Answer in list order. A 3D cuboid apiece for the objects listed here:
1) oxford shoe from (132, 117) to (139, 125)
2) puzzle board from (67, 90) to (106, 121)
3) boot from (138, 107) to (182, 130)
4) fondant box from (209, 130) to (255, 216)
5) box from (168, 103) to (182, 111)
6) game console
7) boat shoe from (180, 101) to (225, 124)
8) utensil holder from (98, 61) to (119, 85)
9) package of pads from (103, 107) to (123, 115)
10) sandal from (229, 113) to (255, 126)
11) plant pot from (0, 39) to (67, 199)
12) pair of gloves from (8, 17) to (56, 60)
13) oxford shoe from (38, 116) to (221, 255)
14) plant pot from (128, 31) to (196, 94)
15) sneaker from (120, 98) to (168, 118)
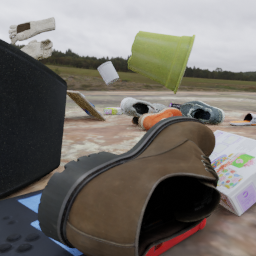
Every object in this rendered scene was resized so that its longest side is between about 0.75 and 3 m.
[{"bbox_3d":[0.561,-0.364,12.730,0.512,0.512,1.436,-33,-7,36],"label":"oxford shoe"},{"bbox_3d":[-2.200,-1.208,14.174,0.221,1.911,2.535,-50,26,-11],"label":"puzzle board"},{"bbox_3d":[1.576,-0.271,11.165,2.115,0.794,1.134,-17,21,-35],"label":"boot"},{"bbox_3d":[1.689,0.656,4.800,1.165,0.470,1.614,-35,17,-10],"label":"fondant box"},{"bbox_3d":[3.200,-1.080,15.943,1.164,0.294,1.628,19,3,-23],"label":"box"},{"bbox_3d":[-0.528,1.121,3.765,2.701,0.419,2.388,-8,13,-41],"label":"game console"},{"bbox_3d":[3.251,-0.752,13.151,0.824,0.971,2.667,-1,14,-32],"label":"boat shoe"},{"bbox_3d":[-1.057,-3.003,15.412,0.862,1.014,0.862,-30,-1,-1],"label":"utensil holder"},{"bbox_3d":[-0.835,-0.992,16.281,1.080,0.368,0.834,2,10,9],"label":"package of pads"},{"bbox_3d":[5.330,-0.395,12.359,1.763,0.505,0.675,-3,10,-15],"label":"sandal"},{"bbox_3d":[-2.754,-0.169,5.354,2.775,2.782,2.468,7,1,37],"label":"plant pot"},{"bbox_3d":[-3.882,-3.426,11.003,2.046,2.407,0.422,-9,-31,10],"label":"pair of gloves"},{"bbox_3d":[0.527,0.596,3.164,1.197,1.031,2.837,14,25,32],"label":"oxford shoe"},{"bbox_3d":[1.399,-3.171,12.608,2.477,2.695,2.695,18,12,5],"label":"plant pot"},{"bbox_3d":[0.977,-0.650,11.900,2.511,0.951,1.155,9,5,-22],"label":"sneaker"}]
